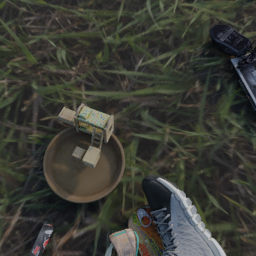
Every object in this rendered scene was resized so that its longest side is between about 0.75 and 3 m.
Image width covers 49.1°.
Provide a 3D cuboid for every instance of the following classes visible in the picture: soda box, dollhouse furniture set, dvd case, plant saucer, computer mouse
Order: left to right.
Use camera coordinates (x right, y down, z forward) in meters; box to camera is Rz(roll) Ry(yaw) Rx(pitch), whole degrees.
[{"bbox_3d":[-2.336,3.064,7.626,0.312,0.280,0.883,24,73,-2],"label":"soda box"},{"bbox_3d":[-1.429,0.107,7.874,1.645,0.914,1.455,20,61,7],"label":"dollhouse furniture set"},{"bbox_3d":[-1.270,1.011,8.243,2.371,0.349,2.371,1,69,-2],"label":"plant saucer"},{"bbox_3d":[3.528,-2.775,9.472,1.299,0.494,1.875,-41,70,-13],"label":"computer mouse"},{"bbox_3d":[4.727,-1.416,9.143,1.931,0.318,2.569,-19,72,-6],"label":"dvd case"}]

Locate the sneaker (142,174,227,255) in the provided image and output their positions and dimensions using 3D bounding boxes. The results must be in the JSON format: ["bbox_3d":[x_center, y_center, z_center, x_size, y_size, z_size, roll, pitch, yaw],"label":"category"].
[{"bbox_3d":[1.009,2.672,6.802,1.717,1.116,2.974,-34,80,-33],"label":"sneaker"}]

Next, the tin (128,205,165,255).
[{"bbox_3d":[0.777,3.071,7.578,1.131,0.423,2.020,-27,73,-14],"label":"tin"}]

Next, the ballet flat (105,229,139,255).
[{"bbox_3d":[-0.252,3.607,6.841,0.798,0.808,2.373,0,95,-21],"label":"ballet flat"}]
